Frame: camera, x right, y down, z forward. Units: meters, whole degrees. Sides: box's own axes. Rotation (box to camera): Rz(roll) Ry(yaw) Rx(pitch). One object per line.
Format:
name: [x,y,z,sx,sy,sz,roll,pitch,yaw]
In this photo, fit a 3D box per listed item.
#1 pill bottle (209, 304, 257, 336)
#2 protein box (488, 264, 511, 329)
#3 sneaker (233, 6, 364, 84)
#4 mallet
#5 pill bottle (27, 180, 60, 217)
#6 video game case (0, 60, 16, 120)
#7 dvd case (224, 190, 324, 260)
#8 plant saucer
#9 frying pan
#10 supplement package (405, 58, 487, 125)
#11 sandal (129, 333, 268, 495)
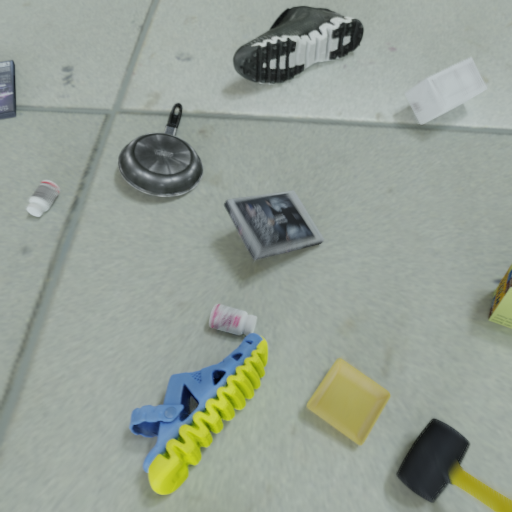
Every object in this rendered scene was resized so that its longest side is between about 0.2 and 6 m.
pill bottle: [-0.387,1.096,9.456,0.735,0.417,0.417,13,55,9]
protein box: [4.626,0.717,9.328,1.063,1.071,0.723,20,56,14]
sneaker: [0.796,-5.238,13.674,3.566,1.185,1.613,-26,55,-22]
mallet: [3.223,3.006,6.886,3.218,0.662,1.060,10,64,53]
pill bottle: [-4.231,-1.131,11.097,0.391,0.391,0.707,13,56,10]
video game case: [-6.441,-3.862,13.224,1.454,0.193,2.036,-12,56,-9]
dvd case: [0.345,-0.607,10.296,1.638,0.203,1.231,-13,64,-38]
plant saucer: [1.412,2.259,8.659,1.001,0.243,1.001,34,60,11]
frying pan: [-1.690,-2.318,11.911,1.757,0.473,2.904,29,52,7]
supplement package: [4.228,-3.661,12.466,1.466,0.803,0.834,-28,92,-24]
sandal: [-0.863,2.095,8.385,1.184,1.081,2.719,32,58,26]
